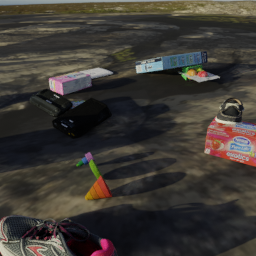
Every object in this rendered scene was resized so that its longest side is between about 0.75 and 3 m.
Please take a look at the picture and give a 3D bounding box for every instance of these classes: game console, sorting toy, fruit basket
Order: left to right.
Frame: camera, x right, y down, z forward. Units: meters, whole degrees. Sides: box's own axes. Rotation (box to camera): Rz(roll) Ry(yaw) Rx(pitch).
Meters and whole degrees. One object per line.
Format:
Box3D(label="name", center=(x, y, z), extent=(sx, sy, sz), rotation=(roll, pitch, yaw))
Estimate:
Box3D(label="game console", center=(-1.789, -0.589, 8.054), extent=(2.489, 0.300, 1.468), rotation=(27, 46, 30))
Box3D(label="sorting toy", center=(-0.740, 0.965, 5.455), extent=(0.460, 0.463, 1.336), rotation=(-30, 35, -7))
Box3D(label="fruit basket", center=(2.857, -2.127, 11.416), extent=(1.187, 0.601, 1.282), rotation=(-16, 40, -29))

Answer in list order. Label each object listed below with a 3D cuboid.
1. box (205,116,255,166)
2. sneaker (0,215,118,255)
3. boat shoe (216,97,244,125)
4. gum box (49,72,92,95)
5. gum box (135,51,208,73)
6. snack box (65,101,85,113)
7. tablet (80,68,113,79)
Box3D(label="box", center=(2.564, 0.300, 6.290), extent=(1.481, 0.707, 0.738), rotation=(14, 30, 26))
Box3D(label="sneaker", center=(-0.968, 1.540, 3.819), extent=(1.933, 0.722, 0.779), rotation=(10, 28, 21))
Box3D(label="boat shoe", center=(2.362, -0.398, 6.365), extent=(0.569, 0.465, 1.540), rotation=(14, 17, 23))
Box3D(label="gum box", center=(-2.133, -1.736, 10.611), extent=(0.813, 0.473, 1.432), rotation=(22, 34, 37))
Box3D(label="gum box", center=(1.862, -2.854, 12.198), extent=(2.382, 0.531, 2.024), rotation=(-15, 13, -27))
Box3D(label="snack box", center=(-1.661, -0.553, 8.475), extent=(0.825, 0.279, 0.696), rotation=(-5, 28, -12))
Box3D(label="tablet", center=(-1.655, -2.375, 12.296), extent=(1.760, 0.120, 1.145), rotation=(-22, 34, -36))
